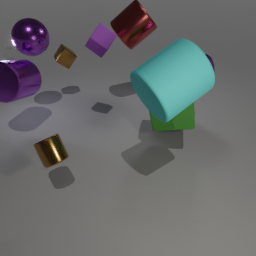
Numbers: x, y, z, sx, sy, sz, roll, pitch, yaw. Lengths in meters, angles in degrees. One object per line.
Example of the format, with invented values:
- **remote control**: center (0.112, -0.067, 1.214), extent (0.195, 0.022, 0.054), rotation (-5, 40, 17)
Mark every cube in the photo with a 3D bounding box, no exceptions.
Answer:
- **cube**: center (-0.932, -2.987, 9.587), extent (0.700, 0.700, 0.700), rotation (34, 69, -14)
- **cube**: center (-2.847, -3.242, 12.681), extent (0.700, 0.700, 0.700), rotation (26, 20, -37)
- **cube**: center (1.479, -0.874, 9.391), extent (1.400, 1.400, 1.400), rotation (-3, 36, 15)

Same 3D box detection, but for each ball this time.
- **ball**: center (-3.731, -3.474, 10.740), extent (1.400, 1.400, 1.400), rotation (0, 32, 0)

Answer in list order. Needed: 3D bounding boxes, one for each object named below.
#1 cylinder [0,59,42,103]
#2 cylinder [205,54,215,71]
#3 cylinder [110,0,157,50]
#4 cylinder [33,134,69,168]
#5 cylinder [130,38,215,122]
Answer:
- **cylinder**: center (-4.080, -1.716, 10.070), extent (1.400, 1.400, 1.400), rotation (8, 18, 13)
- **cylinder**: center (2.295, -2.151, 10.655), extent (1.400, 1.400, 1.400), rotation (-22, 28, -31)
- **cylinder**: center (0.234, -4.167, 11.325), extent (1.400, 1.400, 1.400), rotation (-37, 28, 18)
- **cylinder**: center (-2.013, 0.599, 7.373), extent (0.700, 0.700, 0.700), rotation (-24, 5, 2)
- **cylinder**: center (0.999, -1.087, 6.460), extent (1.400, 1.400, 1.400), rotation (-37, 41, -8)
